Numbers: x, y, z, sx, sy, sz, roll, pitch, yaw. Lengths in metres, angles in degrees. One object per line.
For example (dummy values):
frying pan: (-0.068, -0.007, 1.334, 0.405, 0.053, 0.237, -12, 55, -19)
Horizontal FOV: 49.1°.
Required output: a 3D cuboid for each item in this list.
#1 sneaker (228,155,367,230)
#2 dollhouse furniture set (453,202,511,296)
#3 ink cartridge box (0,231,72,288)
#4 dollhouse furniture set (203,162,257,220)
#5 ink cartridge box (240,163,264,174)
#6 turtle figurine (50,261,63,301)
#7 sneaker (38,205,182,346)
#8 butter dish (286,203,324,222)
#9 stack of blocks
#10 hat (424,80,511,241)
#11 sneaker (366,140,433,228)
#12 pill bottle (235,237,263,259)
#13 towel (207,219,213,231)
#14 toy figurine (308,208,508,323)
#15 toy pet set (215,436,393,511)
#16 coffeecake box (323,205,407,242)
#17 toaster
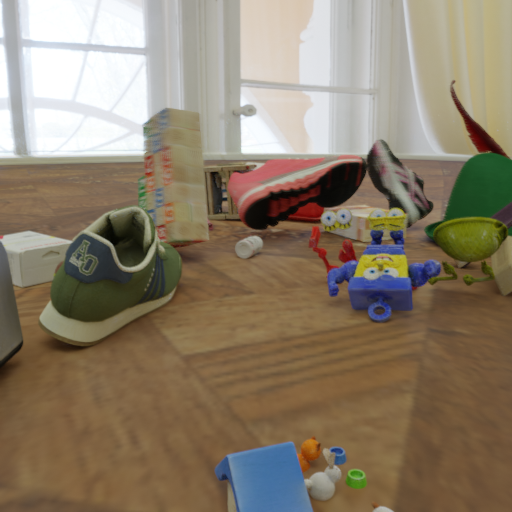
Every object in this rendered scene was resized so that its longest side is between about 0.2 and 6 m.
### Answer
sneaker: (0.808, -1.573, 10.931, 2.972, 1.095, 1.289, -19, 52, -22)
dollhouse furniture set: (3.591, 0.311, 7.912, 1.136, 1.268, 1.600, 38, 38, -8)
ink cartridge box: (-3.340, 0.030, 8.158, 1.264, 0.527, 0.918, 10, 16, 37)
dollhouse furniture set: (-0.402, -1.617, 13.577, 1.222, 1.229, 1.744, 1, 12, 22)
ink cartridge box: (0.145, -1.596, 13.518, 0.891, 1.220, 0.514, 7, 33, 26)
turtle figurine: (-2.166, 0.294, 7.222, 1.356, 0.437, 1.093, -12, 18, -43)
sneaker: (-1.374, -0.006, 6.396, 0.893, 1.196, 2.663, 25, 19, 7)
butter dish: (1.137, -1.313, 13.158, 1.230, 0.909, 1.226, 7, 14, 28)
stack of blocks: (-1.439, -1.227, 9.344, 0.623, 2.126, 1.224, -1, -5, -37)
hat: (4.493, -1.739, 10.186, 3.340, 2.940, 2.767, 14, 20, 40)
sneaker: (3.094, -1.595, 12.009, 0.854, 1.979, 0.795, -21, -7, -18)
pill bottle: (-0.107, -0.154, 9.450, 0.312, 0.312, 0.551, 5, 14, 22)
towel: (-1.747, -0.677, 12.056, 1.543, 0.175, 1.111, -3, 13, -12)
toy figurine: (1.730, 0.348, 6.721, 2.388, 1.260, 1.431, 2, 41, 18)
toy pet set: (0.284, 1.198, 3.053, 0.963, 0.548, 1.032, -4, 13, -19)
coffeecake box: (2.167, -0.669, 11.268, 1.058, 0.503, 1.378, -6, 14, -26)
toaster: (-3.094, 0.593, 4.113, 1.910, 1.253, 2.112, -1, 13, 2)
